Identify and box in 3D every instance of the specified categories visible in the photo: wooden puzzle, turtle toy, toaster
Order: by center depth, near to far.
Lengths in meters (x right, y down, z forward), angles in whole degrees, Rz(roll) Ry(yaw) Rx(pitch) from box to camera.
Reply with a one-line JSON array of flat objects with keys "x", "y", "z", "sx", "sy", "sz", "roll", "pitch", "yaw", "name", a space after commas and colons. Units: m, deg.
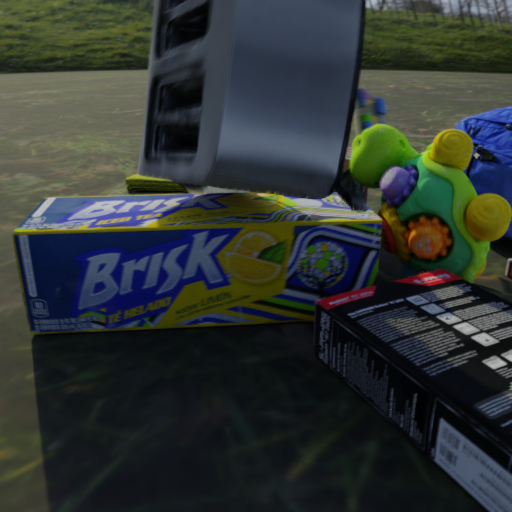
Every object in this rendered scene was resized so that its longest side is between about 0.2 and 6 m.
[{"x": -0.116, "y": -2.070, "z": 6.604, "sx": 1.793, "sy": 2.732, "sz": 3.022, "roll": 2, "pitch": 8, "yaw": -32, "name": "toaster"}, {"x": 2.311, "y": -0.754, "z": 7.940, "sx": 1.407, "sy": 2.028, "sz": 2.783, "roll": -19, "pitch": 64, "yaw": 1, "name": "turtle toy"}, {"x": 2.132, "y": -2.553, "z": 10.242, "sx": 0.265, "sy": 1.062, "sz": 1.146, "roll": -16, "pitch": -17, "yaw": 39, "name": "wooden puzzle"}]

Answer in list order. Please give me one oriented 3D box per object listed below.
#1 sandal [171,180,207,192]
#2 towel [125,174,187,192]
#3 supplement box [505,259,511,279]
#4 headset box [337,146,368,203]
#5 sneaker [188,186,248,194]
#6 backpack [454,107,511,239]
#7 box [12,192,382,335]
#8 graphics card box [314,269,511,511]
[{"x": -0.924, "y": -1.446, "z": 9.734, "sx": 1.012, "sy": 0.570, "sz": 2.662, "roll": 5, "pitch": -9, "yaw": 24, "name": "sandal"}, {"x": -0.728, "y": -1.689, "z": 12.992, "sx": 4.242, "sy": 0.383, "sz": 1.826, "roll": 5, "pitch": 18, "yaw": 15, "name": "towel"}, {"x": 4.195, "y": 0.318, "z": 8.173, "sx": 0.524, "sy": 0.293, "sz": 0.963, "roll": -7, "pitch": 23, "yaw": -17, "name": "supplement box"}, {"x": 1.301, "y": -0.913, "z": 9.417, "sx": 0.799, "sy": 1.583, "sz": 2.130, "roll": 11, "pitch": 27, "yaw": 22, "name": "headset box"}, {"x": -0.166, "y": -1.388, "z": 9.015, "sx": 1.037, "sy": 2.219, "sz": 0.781, "roll": 50, "pitch": 7, "yaw": 17, "name": "sneaker"}, {"x": 4.664, "y": -1.563, "z": 10.074, "sx": 2.395, "sy": 2.320, "sz": 2.855, "roll": -9, "pitch": 25, "yaw": -14, "name": "backpack"}, {"x": -0.704, "y": 0.001, "z": 7.473, "sx": 4.398, "sy": 1.414, "sz": 1.541, "roll": -3, "pitch": 22, "yaw": -5, "name": "box"}, {"x": 2.200, "y": 1.172, "z": 5.474, "sx": 1.979, "sy": 0.802, "sz": 3.155, "roll": -11, "pitch": 24, "yaw": -26, "name": "graphics card box"}]
